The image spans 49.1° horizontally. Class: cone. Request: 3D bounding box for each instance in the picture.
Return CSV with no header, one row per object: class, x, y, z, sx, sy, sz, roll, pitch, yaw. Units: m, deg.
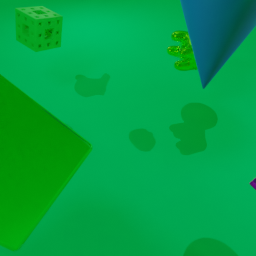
cone,1.145,-1.130,3.725,1.232,1.236,1.232,11,6,-1

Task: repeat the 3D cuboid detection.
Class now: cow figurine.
cow figurine,1.724,-1.977,6.925,1.440,0.803,1.463,-1,49,-14

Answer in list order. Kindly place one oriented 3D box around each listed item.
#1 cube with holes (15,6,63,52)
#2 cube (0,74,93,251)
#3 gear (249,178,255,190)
cube with holes,-2.131,-2.385,6.711,0.759,0.759,0.759,33,40,24
cube,-1.516,0.273,3.283,1.367,1.367,1.367,-54,27,-11
gear,2.182,0.422,3.761,1.211,1.211,0.224,-29,64,-26
